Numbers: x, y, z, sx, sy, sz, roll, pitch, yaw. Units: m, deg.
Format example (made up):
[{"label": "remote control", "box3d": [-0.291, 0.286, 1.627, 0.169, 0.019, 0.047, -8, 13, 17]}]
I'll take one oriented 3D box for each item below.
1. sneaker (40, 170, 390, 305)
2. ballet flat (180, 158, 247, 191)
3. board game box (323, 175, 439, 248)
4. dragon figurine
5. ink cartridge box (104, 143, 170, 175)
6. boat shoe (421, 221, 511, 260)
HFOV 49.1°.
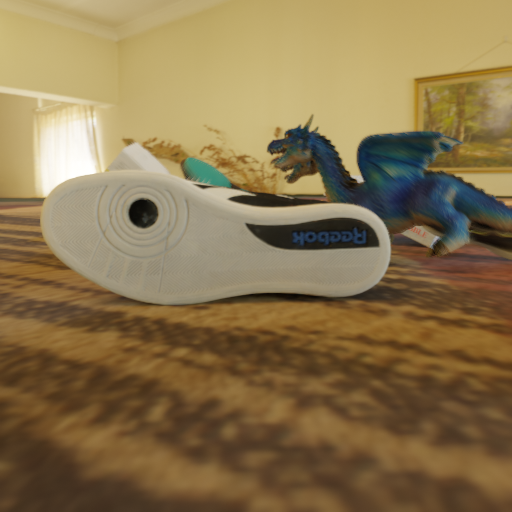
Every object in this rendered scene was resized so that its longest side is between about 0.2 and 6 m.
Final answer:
[{"label": "sneaker", "box3d": [-0.441, -0.160, 6.257, 3.424, 1.251, 1.915, 7, 4, -7]}, {"label": "ballet flat", "box3d": [-0.713, -1.253, 12.780, 2.815, 1.028, 1.028, 23, -7, -34]}, {"label": "board game box", "box3d": [2.784, -0.983, 11.409, 2.287, 0.470, 2.281, 30, 19, 21]}, {"label": "dragon figurine", "box3d": [2.144, -1.093, 7.842, 4.431, 2.203, 1.304, -5, 3, 32]}, {"label": "ink cartridge box", "box3d": [-2.698, -1.501, 11.779, 0.997, 1.378, 1.015, 43, 19, -10]}, {"label": "boat shoe", "box3d": [3.388, -0.475, 8.624, 1.730, 0.521, 0.617, 21, 43, 28]}]
